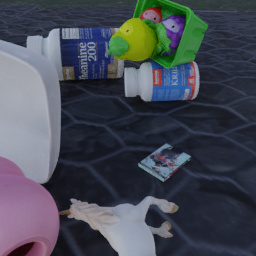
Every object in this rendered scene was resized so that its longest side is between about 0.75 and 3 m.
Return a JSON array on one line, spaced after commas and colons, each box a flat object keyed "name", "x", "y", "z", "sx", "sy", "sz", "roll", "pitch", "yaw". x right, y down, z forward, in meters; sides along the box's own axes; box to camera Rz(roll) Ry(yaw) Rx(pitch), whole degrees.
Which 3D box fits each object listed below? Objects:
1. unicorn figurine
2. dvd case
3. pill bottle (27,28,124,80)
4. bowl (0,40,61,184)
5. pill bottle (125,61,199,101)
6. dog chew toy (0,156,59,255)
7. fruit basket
[{"name": "unicorn figurine", "x": 0.090, "y": 1.502, "z": 3.790, "sx": 1.514, "sy": 0.814, "sz": 2.205, "roll": 7, "pitch": 20, "yaw": -29}, {"name": "dvd case", "x": 0.800, "y": 0.716, "z": 6.022, "sx": 0.962, "sy": 0.106, "sz": 0.702, "roll": -31, "pitch": 44, "yaw": -35}, {"name": "pill bottle", "x": -1.687, "y": -2.429, "z": 9.274, "sx": 2.970, "sy": 1.648, "sz": 1.648, "roll": -4, "pitch": 34, "yaw": -9}, {"name": "bowl", "x": -2.431, "y": -0.471, "z": 5.251, "sx": 2.741, "sy": 2.745, "sz": 1.025, "roll": 17, "pitch": 39, "yaw": 9}, {"name": "pill bottle", "x": 0.937, "y": -1.356, "z": 8.182, "sx": 2.036, "sy": 1.143, "sz": 1.143, "roll": -3, "pitch": 34, "yaw": -4}, {"name": "dog chew toy", "x": -2.067, "y": 1.085, "z": 4.117, "sx": 1.498, "sy": 1.498, "sz": 2.406, "roll": -25, "pitch": 45, "yaw": -33}, {"name": "fruit basket", "x": 0.591, "y": -2.633, "z": 7.644, "sx": 2.467, "sy": 1.779, "sz": 2.467, "roll": 15, "pitch": 27, "yaw": -8}]
